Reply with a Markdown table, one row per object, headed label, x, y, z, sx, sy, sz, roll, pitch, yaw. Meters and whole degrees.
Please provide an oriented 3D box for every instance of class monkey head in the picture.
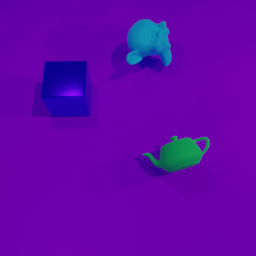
| label | x | y | z | sx | sy | sz | roll | pitch | yaw |
| --- | --- | --- | --- | --- | --- | --- | --- | --- | --- |
| monkey head | 0.614 | -2.356 | 7.970 | 1.145 | 1.367 | 1.900 | -3 | 48 | 24 |

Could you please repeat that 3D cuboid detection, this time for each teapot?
| label | x | y | z | sx | sy | sz | roll | pitch | yaw |
| --- | --- | --- | --- | --- | --- | --- | --- | --- | --- |
| teapot | 1.174 | 0.607 | 6.772 | 1.648 | 1.025 | 0.807 | -19 | 75 | 9 |

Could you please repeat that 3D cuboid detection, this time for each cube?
| label | x | y | z | sx | sy | sz | roll | pitch | yaw |
| --- | --- | --- | --- | --- | --- | --- | --- | --- | --- |
| cube | -1.606 | -1.031 | 7.529 | 1.098 | 1.098 | 1.098 | -1 | 67 | 0 |
